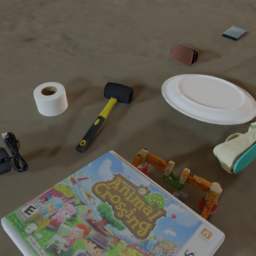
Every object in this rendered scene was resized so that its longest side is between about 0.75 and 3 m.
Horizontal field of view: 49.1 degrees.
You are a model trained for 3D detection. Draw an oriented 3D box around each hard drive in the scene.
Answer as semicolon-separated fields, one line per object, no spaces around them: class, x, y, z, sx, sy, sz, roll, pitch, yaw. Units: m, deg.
hard drive;4.464;-3.965;11.745;0.642;0.151;0.921;32;53;28

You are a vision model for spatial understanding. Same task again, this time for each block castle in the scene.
block castle;0.751;1.468;5.803;2.052;0.963;1.371;25;46;20

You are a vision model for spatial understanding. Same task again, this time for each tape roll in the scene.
tape roll;-2.288;-0.864;8.332;0.895;0.614;0.895;0;46;0

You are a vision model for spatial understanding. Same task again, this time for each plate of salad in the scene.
plate of salad;2.350;-0.828;8.276;2.788;0.670;2.788;5;37;-4

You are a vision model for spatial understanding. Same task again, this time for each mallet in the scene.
mallet;-0.820;-0.402;8.015;0.881;0.551;2.676;23;53;21

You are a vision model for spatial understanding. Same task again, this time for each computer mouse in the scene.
computer mouse;-3.076;0.750;6.315;1.427;0.988;0.376;-19;9;10

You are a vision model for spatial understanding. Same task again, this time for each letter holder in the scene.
letter holder;2.044;-2.773;10.191;0.946;0.673;0.476;31;53;27

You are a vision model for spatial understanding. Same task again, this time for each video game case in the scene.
video game case;-0.208;1.633;4.449;2.651;0.292;2.414;33;45;30

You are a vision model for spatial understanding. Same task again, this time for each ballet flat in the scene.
ballet flat;3.221;0.257;7.121;2.563;0.890;0.890;-24;50;-22
